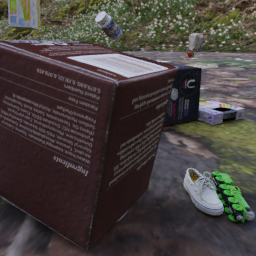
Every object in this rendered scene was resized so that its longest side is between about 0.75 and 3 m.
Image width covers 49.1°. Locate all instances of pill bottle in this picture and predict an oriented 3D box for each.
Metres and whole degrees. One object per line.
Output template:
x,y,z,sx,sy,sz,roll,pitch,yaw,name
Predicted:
-0.708,-3.684,10.115,0.550,0.550,0.967,17,-14,42,pill bottle

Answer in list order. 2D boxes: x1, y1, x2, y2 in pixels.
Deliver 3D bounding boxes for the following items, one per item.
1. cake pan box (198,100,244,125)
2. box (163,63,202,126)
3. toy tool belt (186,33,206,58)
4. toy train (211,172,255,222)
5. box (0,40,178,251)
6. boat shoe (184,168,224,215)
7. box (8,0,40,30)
2.981,-0.560,9.782,1.466,0.416,1.592,-12,22,-26,cake pan box
0.725,-1.066,9.052,2.946,1.801,1.563,-10,21,-27,box
2.253,-2.682,9.092,0.494,0.803,0.502,-10,37,-22,toy tool belt
1.786,1.166,4.879,0.387,0.286,1.371,10,19,-3,toy train
-0.679,0.019,4.408,1.961,2.389,1.982,21,23,22,box
1.319,1.021,4.921,0.428,0.494,1.159,-3,19,-8,boat shoe
-3.865,-4.568,10.459,0.916,1.629,0.826,4,14,5,box
